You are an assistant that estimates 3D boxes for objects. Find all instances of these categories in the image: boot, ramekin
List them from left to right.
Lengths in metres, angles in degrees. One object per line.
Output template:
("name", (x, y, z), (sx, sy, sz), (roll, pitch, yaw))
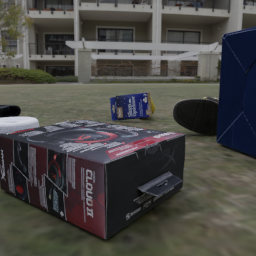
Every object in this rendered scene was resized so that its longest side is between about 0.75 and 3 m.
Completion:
("boot", (-4.778, -0.709, 10.158), (1.992, 0.654, 1.642), (-2, 22, 18))
("ramekin", (-2.516, 0.124, 6.094), (1.247, 0.608, 1.247), (0, 11, 0))
("boot", (2.373, -0.435, 8.105), (2.552, 0.934, 1.922), (3, 12, -5))

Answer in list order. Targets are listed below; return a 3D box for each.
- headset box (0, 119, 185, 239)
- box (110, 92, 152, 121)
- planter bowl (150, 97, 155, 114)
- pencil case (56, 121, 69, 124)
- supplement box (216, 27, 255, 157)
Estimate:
("headset box", (-0.393, 0.470, 3.690), (2.189, 0.821, 1.627), (8, 14, 36))
("box", (0.085, -0.708, 9.398), (1.378, 0.834, 0.223), (-6, -4, 6))
("planter bowl", (0.741, -0.657, 10.107), (0.356, 0.854, 0.854), (29, 5, -13))
("pencil case", (-1.459, 0.315, 4.806), (0.652, 0.726, 1.671), (13, 17, 27))
("supplement box", (3.384, -0.752, 5.768), (2.428, 2.430, 1.631), (-4, 11, -18))
